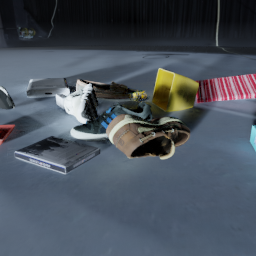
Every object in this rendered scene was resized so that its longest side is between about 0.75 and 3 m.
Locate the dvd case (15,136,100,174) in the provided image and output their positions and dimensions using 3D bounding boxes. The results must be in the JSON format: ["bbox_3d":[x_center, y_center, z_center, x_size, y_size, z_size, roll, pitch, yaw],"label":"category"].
[{"bbox_3d":[-1.681,0.593,6.736,1.634,0.202,1.228,12,23,30],"label":"dvd case"}]

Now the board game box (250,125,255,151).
[{"bbox_3d":[3.880,0.557,6.376,1.607,0.500,2.129,4,20,10],"label":"board game box"}]

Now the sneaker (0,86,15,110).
[{"bbox_3d":[-5.207,-0.985,10.473,2.527,0.957,1.106,17,45,41],"label":"sneaker"}]

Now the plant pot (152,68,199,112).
[{"bbox_3d":[1.865,-1.418,10.771,1.246,1.413,1.413,5,17,-21],"label":"plant pot"}]

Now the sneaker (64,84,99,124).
[{"bbox_3d":[-1.622,-0.720,9.475,1.125,1.043,2.775,-15,19,0],"label":"sneaker"}]

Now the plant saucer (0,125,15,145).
[{"bbox_3d":[-3.872,0.218,7.746,1.193,0.219,1.196,-2,21,-6],"label":"plant saucer"}]

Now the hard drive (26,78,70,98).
[{"bbox_3d":[-3.879,-2.007,13.657,1.851,0.374,2.807,-5,21,-14],"label":"hard drive"}]

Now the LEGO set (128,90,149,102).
[{"bbox_3d":[0.425,-1.182,11.165,0.699,0.527,0.909,-19,10,-21],"label":"LEGO set"}]

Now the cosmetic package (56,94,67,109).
[{"bbox_3d":[-2.543,-1.053,10.953,0.295,0.420,0.828,-11,23,-29],"label":"cosmetic package"}]

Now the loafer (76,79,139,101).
[{"bbox_3d":[-0.875,-1.618,11.870,2.699,0.849,0.970,0,20,0],"label":"loafer"}]

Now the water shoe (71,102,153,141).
[{"bbox_3d":[-0.458,-0.262,7.960,2.418,0.954,0.864,-8,19,-23],"label":"water shoe"}]

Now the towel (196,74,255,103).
[{"bbox_3d":[4.341,-1.661,11.892,2.839,0.319,2.053,-4,31,13],"label":"towel"}]

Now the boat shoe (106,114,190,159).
[{"bbox_3d":[0.689,0.339,6.373,2.587,0.956,0.957,0,41,-44],"label":"boat shoe"}]
